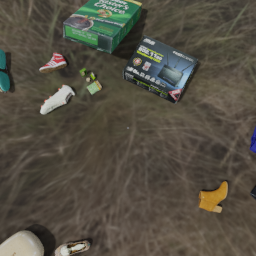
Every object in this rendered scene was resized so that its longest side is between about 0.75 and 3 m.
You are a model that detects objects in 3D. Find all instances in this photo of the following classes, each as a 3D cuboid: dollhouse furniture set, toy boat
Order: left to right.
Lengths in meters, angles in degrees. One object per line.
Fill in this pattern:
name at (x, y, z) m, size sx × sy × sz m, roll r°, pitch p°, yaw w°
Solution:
toy boat at (-2.635, 3.695, 7.030) m, size 1.604 × 0.887 × 1.908 m, roll -41°, pitch 69°, yaw -16°
dollhouse furniture set at (-1.203, -1.511, 8.910) m, size 0.404 × 0.312 × 0.808 m, roll -33°, pitch 75°, yaw -9°

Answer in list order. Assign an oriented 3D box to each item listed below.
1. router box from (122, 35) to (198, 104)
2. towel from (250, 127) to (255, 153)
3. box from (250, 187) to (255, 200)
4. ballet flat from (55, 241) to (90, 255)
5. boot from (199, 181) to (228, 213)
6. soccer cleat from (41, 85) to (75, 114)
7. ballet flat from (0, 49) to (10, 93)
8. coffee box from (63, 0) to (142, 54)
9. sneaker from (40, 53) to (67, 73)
router box at (1.007, -1.863, 8.864) m, size 1.952 × 0.606 × 1.463 m, roll 27°, pitch 74°, yaw 8°
towel at (5.223, 0.341, 8.165) m, size 2.940 × 0.728 × 2.171 m, roll 27°, pitch 81°, yaw 8°
box at (4.482, 1.396, 6.960) m, size 1.309 × 1.507 × 2.281 m, roll 39°, pitch 97°, yaw 7°
ballet flat at (-1.489, 3.178, 7.392) m, size 0.959 × 0.322 × 0.326 m, roll -17°, pitch 73°, yaw -5°
boot at (2.354, 1.848, 7.805) m, size 0.666 × 0.328 × 0.931 m, roll 19°, pitch 79°, yaw 0°
soccer cleat at (-2.178, -0.823, 8.651) m, size 0.468 × 0.418 × 1.206 m, roll 41°, pitch 74°, yaw 7°
ballet flat at (-4.135, -1.755, 8.945) m, size 0.566 × 0.566 × 1.572 m, roll -12°, pitch 72°, yaw -4°
coffee box at (-0.715, -3.418, 8.815) m, size 1.610 × 0.576 × 2.619 m, roll 21°, pitch 48°, yaw 9°
sneaker at (-2.486, -2.127, 9.107) m, size 0.880 × 0.314 × 0.495 m, roll -20°, pitch 77°, yaw -14°
